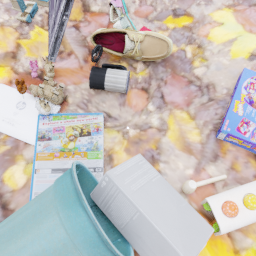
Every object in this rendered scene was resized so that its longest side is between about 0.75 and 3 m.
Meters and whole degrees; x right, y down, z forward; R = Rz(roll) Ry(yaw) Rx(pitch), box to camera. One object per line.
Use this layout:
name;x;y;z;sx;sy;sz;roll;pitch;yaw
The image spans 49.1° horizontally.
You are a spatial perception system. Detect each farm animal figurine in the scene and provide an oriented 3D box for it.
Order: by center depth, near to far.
farm animal figurine;-2.698;-1.326;9.025;1.698;0.895;1.717;39;55;4

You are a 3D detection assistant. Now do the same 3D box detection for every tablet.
tablet;-3.555;-0.484;9.027;2.380;0.162;1.548;21;67;9

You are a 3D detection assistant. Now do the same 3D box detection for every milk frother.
milk frother;-0.564;-1.874;9.019;1.252;1.331;1.202;8;66;3

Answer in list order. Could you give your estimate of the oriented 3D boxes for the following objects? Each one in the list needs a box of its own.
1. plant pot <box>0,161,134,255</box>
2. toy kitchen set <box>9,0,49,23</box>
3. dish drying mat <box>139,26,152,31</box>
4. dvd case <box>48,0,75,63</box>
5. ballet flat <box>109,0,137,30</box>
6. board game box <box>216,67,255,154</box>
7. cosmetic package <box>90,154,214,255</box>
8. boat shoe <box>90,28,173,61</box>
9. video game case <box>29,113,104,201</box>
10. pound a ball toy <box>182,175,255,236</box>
plant pot;-1.602;2.485;6.446;2.524;2.578;2.578;-31;68;-1
toy kitchen set;-3.606;-4.793;10.442;0.872;1.186;1.480;13;66;7
dish drying mat;0.433;-3.369;10.394;0.402;0.095;1.047;33;69;13
dvd case;-1.512;-3.126;6.349;0.213;1.986;2.672;7;54;-25
ballet flat;-0.243;-4.045;10.433;0.776;0.754;2.182;-23;61;10
board game box;4.031;-0.521;8.809;1.699;0.566;2.528;24;68;11
cosmetic package;0.577;2.121;6.981;2.762;1.245;1.475;48;38;18
boat shoe;0.068;-2.793;9.468;2.830;1.047;0.939;8;21;12
video game case;-1.737;0.877;8.260;2.026;0.252;2.831;-1;68;-2
pound a ball toy;2.864;1.805;7.494;2.413;1.025;1.574;-16;66;-8
